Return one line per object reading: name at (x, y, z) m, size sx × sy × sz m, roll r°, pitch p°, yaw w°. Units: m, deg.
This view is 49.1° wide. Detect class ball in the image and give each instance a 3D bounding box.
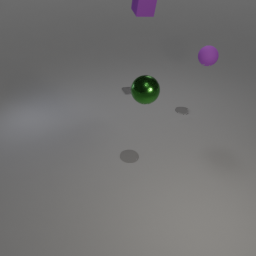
ball at (2.809, -2.524, 9.811) m, size 0.700 × 0.700 × 0.700 m, roll 0°, pitch 32°, yaw 0°
ball at (0.416, -0.914, 6.706) m, size 0.700 × 0.700 × 0.700 m, roll 0°, pitch 32°, yaw 0°

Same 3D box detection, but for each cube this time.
cube at (0.578, -4.547, 10.220) m, size 0.700 × 0.700 × 0.700 m, roll -6°, pitch 48°, yaw -16°
